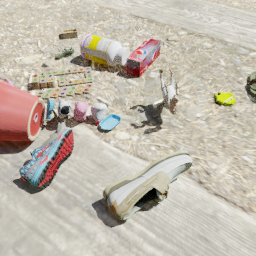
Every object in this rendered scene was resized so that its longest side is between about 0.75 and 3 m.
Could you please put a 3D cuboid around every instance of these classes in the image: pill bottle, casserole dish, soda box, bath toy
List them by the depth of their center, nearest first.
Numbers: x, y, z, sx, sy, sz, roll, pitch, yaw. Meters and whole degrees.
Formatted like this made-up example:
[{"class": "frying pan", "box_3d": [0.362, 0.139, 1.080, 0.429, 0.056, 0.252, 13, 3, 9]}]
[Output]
[{"class": "bath toy", "box_3d": [-1.763, -0.556, 9.724, 2.065, 0.763, 0.898, 4, 3, -15]}, {"class": "casserole dish", "box_3d": [-0.612, -0.177, 9.847, 0.535, 0.171, 0.884, 25, 48, 24]}, {"class": "soda box", "box_3d": [0.723, -3.212, 12.608, 0.699, 0.772, 2.205, 20, 47, 20]}, {"class": "pill bottle", "box_3d": [-1.017, -3.453, 12.629, 2.126, 1.108, 1.108, 21, 47, 20]}]

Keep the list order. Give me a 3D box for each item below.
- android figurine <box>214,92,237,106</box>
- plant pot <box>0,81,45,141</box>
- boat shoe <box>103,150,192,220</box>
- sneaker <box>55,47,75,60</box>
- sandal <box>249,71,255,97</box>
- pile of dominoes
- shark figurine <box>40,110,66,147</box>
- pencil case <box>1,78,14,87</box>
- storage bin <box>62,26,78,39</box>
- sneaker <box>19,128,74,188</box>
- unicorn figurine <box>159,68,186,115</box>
[{"class": "android figurine", "box_3d": [3.793, -1.131, 10.858, 0.776, 0.175, 0.853, -28, 48, -27]}, {"class": "plant pot", "box_3d": [-3.771, -0.456, 9.005, 1.777, 2.009, 2.009, 12, 44, 0]}, {"class": "boat shoe", "box_3d": [0.699, 1.550, 7.518, 2.658, 0.993, 0.909, -27, 51, -12]}, {"class": "sneaker", "box_3d": [-2.996, -3.585, 13.247, 0.984, 0.442, 0.330, -21, 47, -21]}, {"class": "sandal", "box_3d": [5.301, -1.814, 11.290, 0.777, 0.558, 1.957, 5, 44, 5]}, {"class": "pile of dominoes", "box_3d": [-2.676, -1.997, 11.606, 2.494, 0.397, 1.944, -9, 44, -9]}, {"class": "shark figurine", "box_3d": [-2.323, -0.028, 9.351, 0.967, 0.675, 1.618, 0, 44, -2]}, {"class": "pencil case", "box_3d": [-5.132, -1.125, 10.411, 0.799, 0.835, 1.930, 1, 32, 49]}, {"class": "storage bin", "box_3d": [-3.087, -5.093, 14.900, 0.779, 0.365, 0.774, -12, 45, -12]}, {"class": "sneaker", "box_3d": [-2.428, 0.716, 8.412, 1.039, 0.863, 2.176, 14, 45, 16]}, {"class": "unicorn figurine", "box_3d": [1.505, -1.309, 9.897, 0.829, 1.542, 2.245, 2, 43, 16]}]
